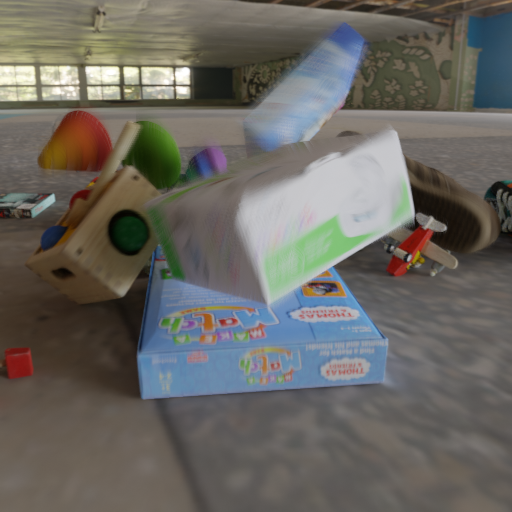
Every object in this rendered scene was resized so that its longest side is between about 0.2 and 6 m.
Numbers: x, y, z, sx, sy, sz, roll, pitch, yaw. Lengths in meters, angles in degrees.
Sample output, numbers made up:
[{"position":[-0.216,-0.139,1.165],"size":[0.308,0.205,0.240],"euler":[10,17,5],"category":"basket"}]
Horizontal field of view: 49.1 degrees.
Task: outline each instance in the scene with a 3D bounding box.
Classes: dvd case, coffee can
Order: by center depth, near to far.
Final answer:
[{"position":[-1.630,-0.098,8.534],"size":[0.622,0.622,0.850],"euler":[-10,21,-28],"category":"coffee can"},{"position":[-5.757,-1.103,12.248],"size":[2.211,0.243,1.614],"euler":[-2,18,-3],"category":"dvd case"}]

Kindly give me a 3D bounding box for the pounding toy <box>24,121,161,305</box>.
[{"position":[-1.850,-0.443,6.756],"size":[1.718,1.221,1.581],"euler":[-12,42,50],"category":"pounding toy"}]

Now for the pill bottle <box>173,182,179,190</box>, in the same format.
[{"position":[-0.941,-0.969,9.329],"size":[0.482,0.482,0.859],"euler":[14,6,36],"category":"pill bottle"}]

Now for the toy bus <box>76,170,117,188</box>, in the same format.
[{"position":[-2.848,-1.007,10.862],"size":[1.789,0.924,1.688],"euler":[25,28,-47],"category":"toy bus"}]

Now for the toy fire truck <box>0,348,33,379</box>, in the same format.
[{"position":[-2.693,1.178,5.209],"size":[1.074,0.262,0.757],"euler":[-5,18,-13],"category":"toy fire truck"}]

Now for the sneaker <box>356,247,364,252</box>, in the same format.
[{"position":[1.011,-0.386,9.089],"size":[1.927,0.821,0.743],"euler":[-19,25,-41],"category":"sneaker"}]

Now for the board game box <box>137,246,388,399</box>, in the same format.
[{"position":[-0.104,0.540,6.614],"size":[2.340,0.566,3.094],"euler":[-2,19,-6],"category":"board game box"}]

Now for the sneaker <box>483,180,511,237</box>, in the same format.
[{"position":[4.684,-0.719,9.846],"size":[1.281,1.144,3.206],"euler":[2,12,19],"category":"sneaker"}]

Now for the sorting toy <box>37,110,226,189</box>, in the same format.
[{"position":[-2.067,-1.402,8.534],"size":[3.197,1.108,1.101],"euler":[15,35,21],"category":"sorting toy"}]

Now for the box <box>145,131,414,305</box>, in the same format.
[{"position":[0.238,-0.527,6.062],"size":[2.154,1.042,1.901],"euler":[-28,21,-31],"category":"box"}]

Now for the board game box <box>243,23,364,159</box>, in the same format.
[{"position":[0.859,-2.812,10.906],"size":[0.561,2.574,2.586],"euler":[44,-6,8],"category":"board game box"}]

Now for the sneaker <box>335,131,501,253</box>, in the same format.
[{"position":[2.640,-1.085,9.583],"size":[1.208,1.127,3.199],"euler":[-10,44,-48],"category":"sneaker"}]

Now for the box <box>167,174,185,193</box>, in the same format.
[{"position":[-0.614,-1.330,12.044],"size":[2.271,0.579,1.791],"euler":[1,16,-23],"category":"box"}]

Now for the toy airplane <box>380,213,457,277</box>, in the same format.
[{"position":[2.424,-0.132,8.491],"size":[1.019,0.722,1.024],"euler":[-9,50,10],"category":"toy airplane"}]
